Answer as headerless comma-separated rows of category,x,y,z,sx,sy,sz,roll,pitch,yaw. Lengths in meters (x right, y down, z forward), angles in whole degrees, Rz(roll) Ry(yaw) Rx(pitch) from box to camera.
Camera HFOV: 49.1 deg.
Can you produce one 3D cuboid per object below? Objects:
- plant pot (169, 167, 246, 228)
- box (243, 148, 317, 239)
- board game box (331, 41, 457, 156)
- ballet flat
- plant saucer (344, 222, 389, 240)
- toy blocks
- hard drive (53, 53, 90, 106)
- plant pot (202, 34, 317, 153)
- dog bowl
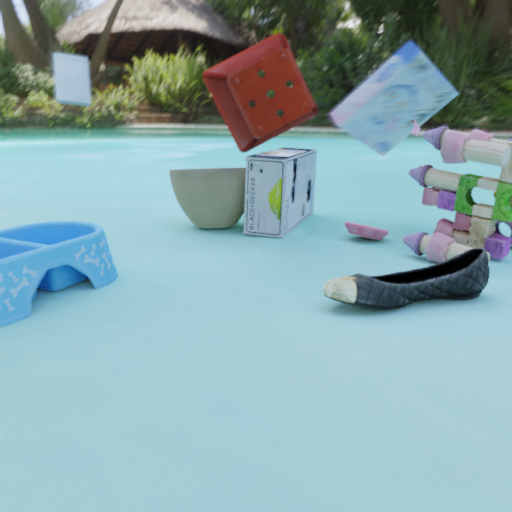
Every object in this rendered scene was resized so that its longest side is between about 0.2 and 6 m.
plant pot,-0.973,-1.364,13.054,2.023,1.358,2.023,-2,10,0
box,0.634,-1.587,13.321,0.916,1.777,3.048,7,15,17
board game box,3.009,-3.284,12.108,2.110,2.100,0.458,16,41,-50
ballet flat,2.178,0.314,8.140,2.640,0.750,0.877,-5,16,-18
plant saucer,2.336,-0.524,11.934,0.944,0.239,0.944,13,6,-1
toy blocks,3.924,-1.260,10.718,2.208,2.451,2.623,21,28,40
hard drive,-3.276,-3.136,9.970,0.575,0.871,0.116,-2,-7,-32
plant pot,0.161,-3.040,10.546,1.785,1.783,1.573,-27,17,2
dog bowl,-3.644,0.166,8.507,1.944,0.864,3.487,8,18,26
